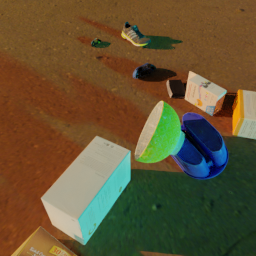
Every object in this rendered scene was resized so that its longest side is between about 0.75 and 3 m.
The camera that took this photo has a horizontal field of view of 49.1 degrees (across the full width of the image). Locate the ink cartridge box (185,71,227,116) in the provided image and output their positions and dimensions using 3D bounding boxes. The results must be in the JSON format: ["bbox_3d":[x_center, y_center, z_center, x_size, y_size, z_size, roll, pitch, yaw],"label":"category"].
[{"bbox_3d":[3.053,-1.472,11.733,0.632,1.073,1.864,-33,54,-28],"label":"ink cartridge box"}]

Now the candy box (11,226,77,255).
[{"bbox_3d":[-2.512,4.001,6.602,1.643,0.787,2.847,26,52,25],"label":"candy box"}]

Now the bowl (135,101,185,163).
[{"bbox_3d":[1.105,0.284,8.774,1.092,2.029,2.029,24,47,-5],"label":"bowl"}]

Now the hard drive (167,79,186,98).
[{"bbox_3d":[2.175,-1.797,12.634,0.769,0.241,1.140,-2,46,-2],"label":"hard drive"}]

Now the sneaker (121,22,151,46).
[{"bbox_3d":[0.410,-5.193,15.507,2.106,0.852,0.778,35,55,29],"label":"sneaker"}]

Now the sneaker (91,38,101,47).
[{"bbox_3d":[-1.747,-4.723,15.459,0.349,0.271,0.776,15,45,18],"label":"sneaker"}]

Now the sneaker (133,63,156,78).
[{"bbox_3d":[0.800,-2.721,13.371,0.528,0.475,1.355,24,49,32],"label":"sneaker"}]

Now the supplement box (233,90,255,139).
[{"bbox_3d":[5.536,-0.382,10.704,2.783,1.023,1.754,11,47,10],"label":"supplement box"}]

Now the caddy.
[{"bbox_3d":[2.313,0.623,9.627,1.677,1.245,2.372,-34,51,-1],"label":"caddy"}]

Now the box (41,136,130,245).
[{"bbox_3d":[-1.081,1.760,8.237,1.241,1.584,2.546,23,50,21],"label":"box"}]
